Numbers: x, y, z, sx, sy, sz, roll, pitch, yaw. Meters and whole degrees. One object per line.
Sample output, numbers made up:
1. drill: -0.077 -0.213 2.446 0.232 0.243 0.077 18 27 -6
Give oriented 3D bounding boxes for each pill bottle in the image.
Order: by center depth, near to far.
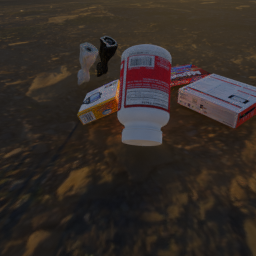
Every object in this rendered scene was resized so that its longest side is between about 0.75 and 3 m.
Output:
1. pill bottle: 0.447 -0.836 7.712 1.427 2.541 1.427 4 -11 1

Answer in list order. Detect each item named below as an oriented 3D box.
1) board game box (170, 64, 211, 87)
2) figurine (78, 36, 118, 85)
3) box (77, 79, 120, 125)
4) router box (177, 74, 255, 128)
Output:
1. board game box: 1.915 -2.231 12.042 2.897 0.282 1.492 -14 35 -20
2. figurine: -1.360 -2.697 11.615 0.780 1.768 1.812 41 49 19
3. box: -0.860 -0.969 9.507 1.336 0.465 2.244 -22 22 12
4. router box: 3.368 -1.068 9.924 2.145 0.584 2.390 -25 40 -33
